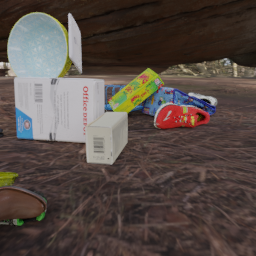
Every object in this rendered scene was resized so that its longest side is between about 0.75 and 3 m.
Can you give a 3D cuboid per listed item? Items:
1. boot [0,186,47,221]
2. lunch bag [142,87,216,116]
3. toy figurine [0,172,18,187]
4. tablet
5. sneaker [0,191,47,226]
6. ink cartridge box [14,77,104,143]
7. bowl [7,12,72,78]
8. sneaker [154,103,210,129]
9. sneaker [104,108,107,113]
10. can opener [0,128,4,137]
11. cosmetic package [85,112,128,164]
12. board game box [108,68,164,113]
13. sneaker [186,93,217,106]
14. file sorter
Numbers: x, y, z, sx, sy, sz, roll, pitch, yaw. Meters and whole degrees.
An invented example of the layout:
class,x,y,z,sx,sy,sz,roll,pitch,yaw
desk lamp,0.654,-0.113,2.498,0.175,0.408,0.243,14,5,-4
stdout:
class,x,y,z,sx,sy,sz,roll,pitch,yaw
boot,-1.910,1.498,3.401,1.671,0.576,1.793,8,30,-15
lunch bag,2.530,-1.068,13.390,2.933,1.379,2.208,6,7,-32
toy figurine,-2.681,1.212,4.307,1.756,1.052,0.926,5,-16,-32
tablet,-1.985,-3.182,10.610,0.131,1.925,1.253,-8,-19,7
sneaker,-1.948,1.344,4.542,1.239,0.483,0.528,-6,20,-17
ink cartridge box,-2.242,-0.651,9.384,2.771,2.029,1.190,3,10,11
bowl,-3.341,-3.147,11.660,2.879,2.879,1.549,5,9,20
sneaker,2.166,-0.439,10.891,2.583,0.995,1.097,-9,21,-32
sneaker,-1.660,-0.369,11.771,1.604,0.584,0.679,-17,-10,-34
can opener,-5.097,0.068,9.587,1.597,0.506,0.628,5,56,-2
cosmetic package,-0.544,0.209,8.017,0.733,1.039,2.006,2,13,10
board game box,0.315,-1.629,12.948,2.518,0.600,1.279,-38,29,4
sneaker,3.820,-1.542,15.683,2.124,0.787,0.940,7,13,28
file sorter,-0.414,-1.653,15.194,2.041,1.252,1.416,9,16,35
